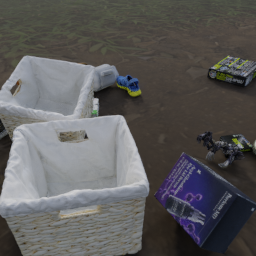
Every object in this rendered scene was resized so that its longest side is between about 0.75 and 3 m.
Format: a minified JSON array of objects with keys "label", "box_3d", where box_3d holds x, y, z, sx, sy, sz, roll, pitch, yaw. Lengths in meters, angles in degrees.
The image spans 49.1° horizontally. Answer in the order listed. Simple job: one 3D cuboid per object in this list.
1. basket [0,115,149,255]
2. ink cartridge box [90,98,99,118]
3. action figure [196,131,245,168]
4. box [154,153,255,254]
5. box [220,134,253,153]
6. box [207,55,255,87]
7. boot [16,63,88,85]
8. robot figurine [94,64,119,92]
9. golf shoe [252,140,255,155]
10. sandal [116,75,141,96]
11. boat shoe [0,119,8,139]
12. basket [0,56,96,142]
[{"label":"basket","box_3d":[-1.066,1.234,6.031,2.524,2.048,2.547,-6,35,-9]},{"label":"ink cartridge box","box_3d":[-1.492,-0.619,10.213,0.814,0.469,1.116,-1,34,-1]},{"label":"action figure","box_3d":[2.623,0.703,8.004,1.493,0.762,0.887,33,-5,-18]},{"label":"box","box_3d":[1.583,1.531,5.946,0.887,1.258,1.700,29,6,-35]},{"label":"box","box_3d":[3.415,0.487,8.826,0.748,0.184,0.775,-4,34,-11]},{"label":"box","box_3d":[5.140,-2.765,13.392,1.811,0.500,2.261,23,40,31]},{"label":"boot","box_3d":[-3.278,-2.332,12.248,2.204,1.050,2.849,20,39,27]},{"label":"robot figurine","box_3d":[-1.208,-2.154,12.051,1.694,0.957,1.437,-29,3,-36]},{"label":"golf shoe","box_3d":[4.663,0.175,8.444,2.432,1.071,0.939,-27,54,-32]},{"label":"sandal","box_3d":[0.028,-1.972,12.050,0.640,0.701,1.609,-23,38,-27]},{"label":"boat shoe","box_3d":[-4.542,0.220,8.693,0.810,0.767,2.317,16,37,22]},{"label":"basket","box_3d":[-2.180,-0.633,7.945,2.181,1.754,2.161,10,50,1]}]
